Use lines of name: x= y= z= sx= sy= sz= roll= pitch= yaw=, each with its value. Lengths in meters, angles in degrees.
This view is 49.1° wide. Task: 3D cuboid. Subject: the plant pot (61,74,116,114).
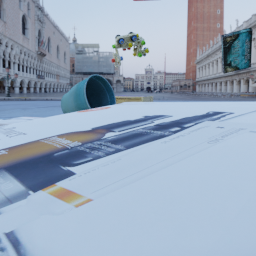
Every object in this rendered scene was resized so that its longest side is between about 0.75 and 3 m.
plant pot: x=-1.504 y=-0.904 z=9.928 sx=1.504 sy=1.600 sz=1.600 roll=-13 pitch=-2 yaw=33

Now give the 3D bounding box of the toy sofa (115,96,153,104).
toy sofa: x=0.180 y=-1.025 z=12.920 sx=2.260 sy=0.936 sz=1.103 roll=6 pitch=10 yaw=41

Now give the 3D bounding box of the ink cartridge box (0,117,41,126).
ink cartridge box: x=-1.974 y=0.095 z=5.146 sx=0.893 sy=0.524 sz=1.220 roll=2 pitch=8 yaw=20

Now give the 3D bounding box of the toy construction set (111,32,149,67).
toy construction set: x=0.017 y=-3.401 z=12.055 sx=1.894 sy=1.242 sz=0.873 roll=-29 pitch=49 yaw=-24

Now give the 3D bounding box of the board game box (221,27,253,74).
board game box: x=3.451 y=-2.421 z=8.906 sx=0.907 sy=1.341 sz=0.189 roll=-13 pitch=42 yaw=8

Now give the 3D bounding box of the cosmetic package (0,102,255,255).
cosmetic package: x=-0.024 y=0.293 z=1.603 sx=1.978 sy=0.678 sz=2.623 roll=-12 pitch=11 yaw=-35
